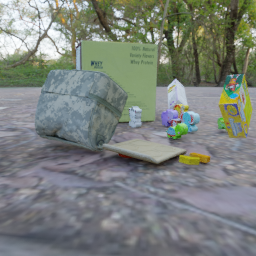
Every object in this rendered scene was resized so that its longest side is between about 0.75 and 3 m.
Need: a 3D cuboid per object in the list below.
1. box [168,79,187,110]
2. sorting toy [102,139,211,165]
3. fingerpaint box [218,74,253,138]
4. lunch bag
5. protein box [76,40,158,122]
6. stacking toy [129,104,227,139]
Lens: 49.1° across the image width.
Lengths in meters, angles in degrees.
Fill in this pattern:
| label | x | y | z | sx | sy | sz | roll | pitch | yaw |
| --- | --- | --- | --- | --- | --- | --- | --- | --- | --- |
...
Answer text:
| label | x | y | z | sx | sy | sz | roll | pitch | yaw |
| --- | --- | --- | --- | --- | --- | --- | --- | --- | --- |
| box | 2.018 | -1.293 | 11.584 | 0.591 | 0.552 | 2.854 | 40 | 24 | -12 |
| sorting toy | 0.541 | 0.495 | 5.188 | 1.712 | 0.229 | 1.275 | 12 | 9 | 36 |
| fingerpaint box | 2.421 | -0.470 | 6.259 | 0.408 | 1.113 | 0.929 | 0 | 49 | 36 |
| lunch bag | -1.075 | -0.344 | 6.004 | 1.768 | 1.483 | 1.232 | 12 | -15 | 30 |
| protein box | -0.478 | -1.620 | 9.942 | 2.583 | 2.601 | 1.755 | -2 | 11 | -16 |
| stacking toy | 1.508 | -0.280 | 8.162 | 2.057 | 0.641 | 2.728 | -7 | 12 | -28 |
